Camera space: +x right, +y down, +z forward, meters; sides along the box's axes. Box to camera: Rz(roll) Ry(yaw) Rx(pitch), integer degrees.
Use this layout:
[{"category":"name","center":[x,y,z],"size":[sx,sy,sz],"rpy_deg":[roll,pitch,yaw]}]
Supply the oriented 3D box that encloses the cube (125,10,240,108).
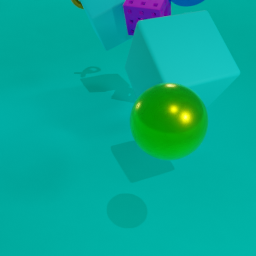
[{"category":"cube","center":[0.789,-0.962,4.621],"size":[1.226,1.226,1.226],"rpy_deg":[-15,72,-16]}]

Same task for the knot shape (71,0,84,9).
[{"category":"knot shape","center":[-1.231,-4.666,9.275],"size":[1.287,1.376,0.636],"rpy_deg":[-38,83,-28]}]

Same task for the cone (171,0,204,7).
[{"category":"cone","center":[1.531,-3.840,7.038],"size":[1.038,1.038,1.041],"rpy_deg":[1,75,1]}]

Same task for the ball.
[{"category":"ball","center":[0.441,-0.071,3.067],"size":[0.848,0.848,0.848],"rpy_deg":[0,32,0]}]

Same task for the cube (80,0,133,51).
[{"category":"cube","center":[-0.519,-3.580,8.841],"size":[1.355,1.355,1.355],"rpy_deg":[-27,57,0]}]

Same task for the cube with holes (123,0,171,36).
[{"category":"cube with holes","center":[0.554,-3.155,7.563],"size":[0.978,0.978,0.978],"rpy_deg":[15,64,17]}]
